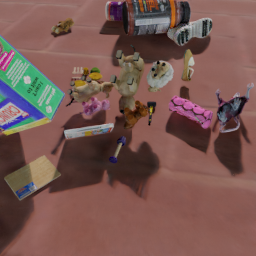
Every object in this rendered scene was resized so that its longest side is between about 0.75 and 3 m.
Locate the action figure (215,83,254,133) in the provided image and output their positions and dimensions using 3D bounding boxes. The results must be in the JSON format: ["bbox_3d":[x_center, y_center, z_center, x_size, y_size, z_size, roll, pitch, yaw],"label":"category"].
[{"bbox_3d":[2.912,-0.591,7.523,0.969,1.077,1.447,-8,10,28],"label":"action figure"}]

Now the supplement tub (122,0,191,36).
[{"bbox_3d":[1.127,-4.491,11.181,2.580,1.380,1.380,-8,44,-9],"label":"supplement tub"}]

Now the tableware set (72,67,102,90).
[{"bbox_3d":[-1.284,-1.508,8.881,0.952,0.217,1.413,-2,42,-7],"label":"tableware set"}]

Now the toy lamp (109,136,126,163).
[{"bbox_3d":[-0.235,0.499,6.716,0.223,0.223,0.766,13,46,14],"label":"toy lamp"}]

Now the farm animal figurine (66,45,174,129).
[{"bbox_3d":[-0.213,-1.046,7.532,2.297,1.198,2.272,28,84,20],"label":"farm animal figurine"}]

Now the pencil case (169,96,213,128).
[{"bbox_3d":[1.643,-0.439,7.482,1.207,0.548,0.565,28,46,30],"label":"pencil case"}]

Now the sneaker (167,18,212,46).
[{"bbox_3d":[2.480,-3.917,11.083,2.073,0.779,0.840,-24,40,-24],"label":"sneaker"}]

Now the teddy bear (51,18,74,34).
[{"bbox_3d":[-2.718,-4.245,11.742,0.723,0.333,0.997,16,53,27],"label":"teddy bear"}]

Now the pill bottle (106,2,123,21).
[{"bbox_3d":[-0.259,-5.086,12.247,1.375,0.773,0.773,5,43,4],"label":"pill bottle"}]

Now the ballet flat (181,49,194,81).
[{"bbox_3d":[1.864,-1.880,8.511,0.324,1.027,0.352,26,48,27],"label":"ballet flat"}]

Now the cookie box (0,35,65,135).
[{"bbox_3d":[-2.951,-0.968,6.124,2.042,2.388,0.897,-13,46,39],"label":"cookie box"}]

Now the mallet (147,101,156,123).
[{"bbox_3d":[0.679,-0.448,7.781,0.266,0.166,0.807,-4,47,4],"label":"mallet"}]

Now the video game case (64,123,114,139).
[{"bbox_3d":[-0.947,0.081,6.804,1.132,0.810,0.099,-8,82,-10],"label":"video game case"}]

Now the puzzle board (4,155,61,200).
[{"bbox_3d":[-2.099,1.079,6.190,0.992,0.086,0.748,-32,53,-29],"label":"puzzle board"}]
